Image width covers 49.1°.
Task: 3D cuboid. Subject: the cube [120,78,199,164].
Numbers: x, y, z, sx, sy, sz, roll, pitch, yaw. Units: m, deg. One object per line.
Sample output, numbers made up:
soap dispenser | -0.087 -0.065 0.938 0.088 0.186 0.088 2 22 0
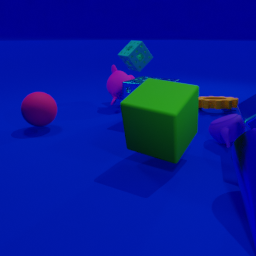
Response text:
cube | 0.676 -0.188 5.661 1.152 1.152 1.152 15 41 29

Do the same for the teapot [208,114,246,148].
teapot | 2.431 0.087 6.794 0.877 0.691 1.411 -20 5 28

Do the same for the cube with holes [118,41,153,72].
cube with holes | 0.285 -2.774 10.797 0.802 0.802 0.802 -48 33 -8

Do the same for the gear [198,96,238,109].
gear | 3.077 -0.912 9.947 1.564 0.289 1.564 -1 12 0

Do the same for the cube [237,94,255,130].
cube | 3.197 -0.124 5.632 1.327 1.327 1.327 -34 7 23

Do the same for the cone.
cone | 1.982 1.058 3.840 1.564 1.564 1.570 13 48 32

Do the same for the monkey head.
monkey head | -0.295 -1.390 10.025 1.029 1.228 1.707 8 60 -16

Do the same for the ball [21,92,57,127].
ball | -2.459 -0.515 7.766 0.957 0.957 0.957 0 19 0

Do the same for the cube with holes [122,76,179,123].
cube with holes | 0.693 -0.796 8.423 1.266 1.266 1.266 11 22 28
